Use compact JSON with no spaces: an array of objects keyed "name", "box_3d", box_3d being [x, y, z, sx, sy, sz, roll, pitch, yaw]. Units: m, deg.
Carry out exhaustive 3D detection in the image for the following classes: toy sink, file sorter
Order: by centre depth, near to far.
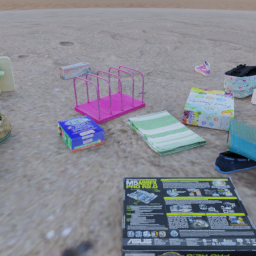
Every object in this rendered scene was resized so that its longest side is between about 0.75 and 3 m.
[{"name":"file sorter","box_3d":[-0.682,-1.388,10.505,2.284,1.432,1.587,-23,36,-36]},{"name":"toy sink","box_3d":[-5.989,-1.946,11.441,2.349,1.531,1.316,-7,29,-14]}]

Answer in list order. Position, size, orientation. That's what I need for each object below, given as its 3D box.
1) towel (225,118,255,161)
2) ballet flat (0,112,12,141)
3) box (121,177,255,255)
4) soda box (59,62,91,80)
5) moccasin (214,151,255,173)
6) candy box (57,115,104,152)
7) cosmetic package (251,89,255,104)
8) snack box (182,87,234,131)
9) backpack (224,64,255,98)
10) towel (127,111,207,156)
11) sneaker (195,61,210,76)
[{"name":"towel","box_3d":[3.725,0.609,7.423,2.311,0.251,1.695,26,32,9]},{"name":"ballet flat","box_3d":[-4.343,0.341,7.823,1.006,0.932,2.854,-3,27,12]},{"name":"box","box_3d":[1.102,1.790,5.609,2.454,0.543,1.966,0,28,-1]},{"name":"soda box","box_3d":[-2.669,-2.923,14.241,1.597,0.546,0.508,-22,36,-35]},{"name":"moccasin","box_3d":[3.089,0.760,7.468,1.661,0.566,0.668,-15,32,-26]},{"name":"candy box","box_3d":[-1.475,0.138,8.692,1.075,0.490,1.272,-14,31,-27]},{"name":"cosmetic package","box_3d":[6.412,-1.040,10.671,1.920,0.658,2.546,-17,33,-32]},{"name":"snack box","box_3d":[2.978,-0.764,10.210,1.637,0.610,2.303,9,30,16]},{"name":"backpack","box_3d":[4.977,-2.032,11.944,1.892,1.197,1.579,-20,22,-32]},{"name":"towel","box_3d":[1.150,0.079,9.044,1.712,0.262,2.244,-12,31,-22]},{"name":"sneaker","box_3d":[3.946,-3.222,14.680,0.425,0.669,1.173,-13,30,-19]}]
